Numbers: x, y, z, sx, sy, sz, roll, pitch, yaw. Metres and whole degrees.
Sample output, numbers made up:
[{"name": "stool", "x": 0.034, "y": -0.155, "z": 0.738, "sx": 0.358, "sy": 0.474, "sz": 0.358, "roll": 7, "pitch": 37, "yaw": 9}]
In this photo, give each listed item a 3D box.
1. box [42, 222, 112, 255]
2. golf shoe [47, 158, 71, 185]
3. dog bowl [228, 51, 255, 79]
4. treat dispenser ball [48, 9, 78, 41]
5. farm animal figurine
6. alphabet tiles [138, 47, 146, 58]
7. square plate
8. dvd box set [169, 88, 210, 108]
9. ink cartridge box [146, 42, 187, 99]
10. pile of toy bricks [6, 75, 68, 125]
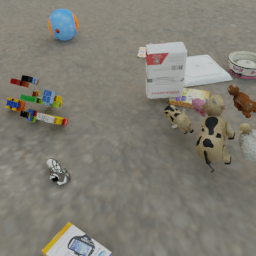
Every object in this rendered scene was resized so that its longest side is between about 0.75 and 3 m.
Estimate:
[{"name": "box", "x": -0.896, "y": 2.399, "z": 5.228, "sx": 1.244, "sy": 0.258, "sz": 0.741, "roll": 26, "pitch": 47, "yaw": 24}, {"name": "golf shoe", "x": -1.769, "y": 1.045, "z": 6.748, "sx": 0.856, "sy": 0.333, "sz": 0.404, "roll": 31, "pitch": 49, "yaw": 33}, {"name": "dog bowl", "x": 4.477, "y": -2.369, "z": 10.607, "sx": 1.418, "sy": 0.523, "sz": 1.418, "roll": 0, "pitch": 40, "yaw": 0}, {"name": "treat dispenser ball", "x": -2.936, "y": -4.676, "z": 12.707, "sx": 1.351, "sy": 1.351, "sz": 1.351, "roll": 0, "pitch": 40, "yaw": 0}, {"name": "farm animal figurine", "x": 1.989, "y": -0.131, "z": 6.987, "sx": 2.381, "sy": 1.242, "sz": 2.355, "roll": -18, "pitch": 52, "yaw": 28}, {"name": "alphabet tiles", "x": 1.213, "y": -3.211, "z": 11.906, "sx": 1.542, "sy": 0.115, "sz": 1.577, "roll": 5, "pitch": 41, "yaw": 6}, {"name": "square plate", "x": 2.646, "y": -2.285, "z": 10.699, "sx": 1.974, "sy": 0.283, "sz": 1.992, "roll": -10, "pitch": 42, "yaw": -11}, {"name": "dvd box set", "x": 2.036, "y": -1.007, "z": 9.267, "sx": 1.240, "sy": 0.182, "sz": 0.907, "roll": 10, "pitch": 41, "yaw": 12}, {"name": "ink cartridge box", "x": 1.128, "y": -1.757, "z": 8.646, "sx": 1.161, "sy": 1.582, "sz": 0.656, "roll": -4, "pitch": 44, "yaw": -2}, {"name": "pile of toy bricks", "x": -2.588, "y": -0.801, "z": 8.515, "sx": 2.312, "sy": 1.283, "sz": 1.142, "roll": 15, "pitch": 3, "yaw": 32}]
